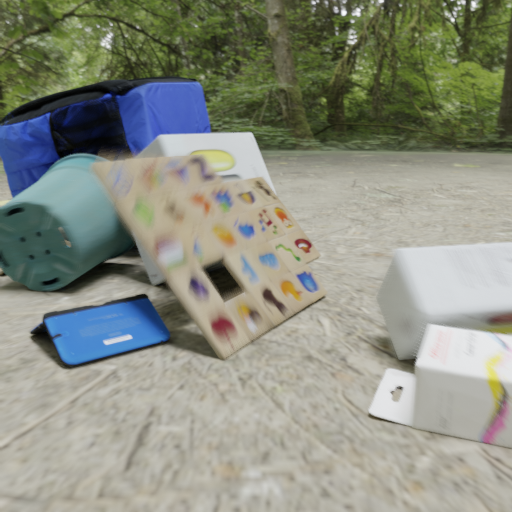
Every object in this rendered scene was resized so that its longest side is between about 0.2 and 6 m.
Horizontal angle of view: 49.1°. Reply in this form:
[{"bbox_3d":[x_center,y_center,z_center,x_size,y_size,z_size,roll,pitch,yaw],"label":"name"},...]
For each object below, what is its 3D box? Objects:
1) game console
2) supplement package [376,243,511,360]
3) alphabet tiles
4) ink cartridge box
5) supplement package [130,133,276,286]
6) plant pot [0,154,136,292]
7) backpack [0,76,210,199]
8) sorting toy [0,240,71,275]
[{"bbox_3d":[-1.735,0.880,6.202,1.201,0.710,1.025,-11,48,-36],"label":"game console"},{"bbox_3d":[2.145,0.448,5.708,1.499,0.853,0.821,-3,50,-10],"label":"supplement package"},{"bbox_3d":[-0.288,-0.278,7.122,0.115,2.549,3.049,-42,-12,32],"label":"alphabet tiles"},{"bbox_3d":[1.848,1.032,4.573,1.681,0.567,0.979,5,14,22],"label":"ink cartridge box"},{"bbox_3d":[-0.797,-0.764,8.560,1.896,1.813,1.394,-16,-9,-47],"label":"supplement package"},{"bbox_3d":[-2.903,-0.451,8.496,1.850,1.850,1.812,2,22,10],"label":"plant pot"},{"bbox_3d":[-3.015,-1.774,10.903,3.675,3.083,2.986,-4,11,19],"label":"backpack"},{"bbox_3d":[-4.358,-0.141,9.793,2.046,0.274,1.525,18,24,31],"label":"sorting toy"}]
